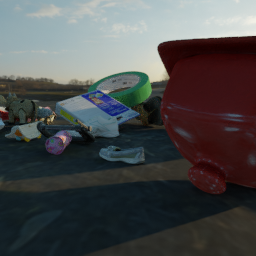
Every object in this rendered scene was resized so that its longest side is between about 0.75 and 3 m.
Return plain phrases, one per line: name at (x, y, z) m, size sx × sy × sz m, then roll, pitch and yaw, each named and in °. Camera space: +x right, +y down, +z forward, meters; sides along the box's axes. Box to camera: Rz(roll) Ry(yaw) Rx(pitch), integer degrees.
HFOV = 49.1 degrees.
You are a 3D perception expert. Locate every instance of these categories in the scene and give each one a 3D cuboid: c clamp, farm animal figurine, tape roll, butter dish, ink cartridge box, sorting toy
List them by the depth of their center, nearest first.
butter dish at (1.307, 0.084, 3.639) m, size 2.196 × 1.623 × 2.190 m, roll 14°, pitch -26°, yaw 43°
c clamp at (-1.486, 0.056, 6.613) m, size 1.636 × 0.222 × 1.398 m, roll -1°, pitch -22°, yaw 24°
sorting toy at (-2.862, 0.140, 7.579) m, size 0.785 × 0.466 × 0.872 m, roll -9°, pitch 6°, yaw 26°
ink cartridge box at (-1.002, -0.506, 9.625) m, size 2.103 × 0.494 × 2.079 m, roll 34°, pitch 36°, yaw 24°
farm animal figurine at (-4.334, -0.721, 10.426) m, size 2.335 × 1.231 × 2.361 m, roll 3°, pitch 3°, yaw 17°
tape roll at (-0.349, -1.622, 11.920) m, size 2.651 × 0.637 × 2.651 m, roll -12°, pitch 30°, yaw 7°

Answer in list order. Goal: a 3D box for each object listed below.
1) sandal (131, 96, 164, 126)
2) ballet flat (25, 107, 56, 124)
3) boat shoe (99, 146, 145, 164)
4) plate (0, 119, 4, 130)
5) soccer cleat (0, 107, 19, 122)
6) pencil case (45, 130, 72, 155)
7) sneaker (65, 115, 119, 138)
sandal at (0.652, -0.600, 10.981) m, size 0.776 × 1.162 × 2.844 m, roll -24°, pitch 15°, yaw -21°
ballet flat at (-3.647, -0.505, 12.028) m, size 0.768 × 0.746 × 2.157 m, roll 24°, pitch 9°, yaw 5°
boat shoe at (-0.120, 0.457, 5.218) m, size 0.965 × 0.309 × 0.356 m, roll 5°, pitch 9°, yaw 37°
plate at (-5.193, -0.031, 9.129) m, size 2.062 × 0.334 × 2.066 m, roll -2°, pitch 7°, yaw -27°
soccer cleat at (-5.533, -0.589, 12.488) m, size 2.173 × 0.746 × 0.926 m, roll 0°, pitch -3°, yaw -25°
pencil case at (-1.508, 0.294, 6.129) m, size 0.423 × 0.423 × 0.967 m, roll 0°, pitch 8°, yaw -1°
sneaker at (-1.039, -0.032, 7.956) m, size 1.610 × 0.645 × 0.566 m, roll -5°, pitch 10°, yaw -23°
